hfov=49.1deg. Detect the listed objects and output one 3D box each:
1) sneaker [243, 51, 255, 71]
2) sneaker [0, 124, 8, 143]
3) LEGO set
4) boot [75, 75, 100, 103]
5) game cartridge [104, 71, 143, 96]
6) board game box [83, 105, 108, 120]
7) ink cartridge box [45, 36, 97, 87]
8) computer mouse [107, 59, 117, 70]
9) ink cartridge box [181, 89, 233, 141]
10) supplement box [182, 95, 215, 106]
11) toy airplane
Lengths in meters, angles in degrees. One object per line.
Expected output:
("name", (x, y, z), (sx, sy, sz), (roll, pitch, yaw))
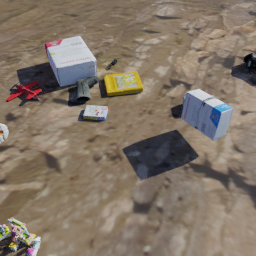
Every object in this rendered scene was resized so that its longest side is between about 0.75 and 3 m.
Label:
("sneaker", (6.270, -2.993, 13.371), (0.988, 0.715, 2.022), (-11, 43, -12))
("sneaker", (-5.393, 0.556, 9.639), (0.937, 0.950, 2.427), (22, 43, 39))
("LEGO set", (-3.252, 2.810, 7.314), (1.917, 0.713, 0.882), (2, 44, 2))
("boot", (-1.749, -1.706, 12.202), (1.196, 0.477, 1.315), (-18, 38, 1))
("game cartridge", (-0.227, -2.035, 12.697), (1.606, 0.261, 1.416), (-7, 45, -8))
("board game box", (-1.296, -0.621, 11.281), (0.881, 0.178, 0.674), (5, 44, 5))
("ink cartridge box", (-2.737, -3.232, 13.347), (1.863, 1.081, 2.524), (-16, 48, -16))
("computer mouse", (-0.788, -3.142, 13.973), (0.250, 0.145, 0.853), (28, 55, 12))
("ink cartridge box", (2.692, -0.492, 9.696), (0.672, 1.146, 1.565), (-18, 40, -28))
("supplement box", (2.964, -0.980, 11.501), (1.299, 0.395, 0.707), (-3, 44, -5))
("toy airplane", (-4.449, -1.602, 12.209), (1.711, 0.315, 1.711), (-1, 45, 1))
